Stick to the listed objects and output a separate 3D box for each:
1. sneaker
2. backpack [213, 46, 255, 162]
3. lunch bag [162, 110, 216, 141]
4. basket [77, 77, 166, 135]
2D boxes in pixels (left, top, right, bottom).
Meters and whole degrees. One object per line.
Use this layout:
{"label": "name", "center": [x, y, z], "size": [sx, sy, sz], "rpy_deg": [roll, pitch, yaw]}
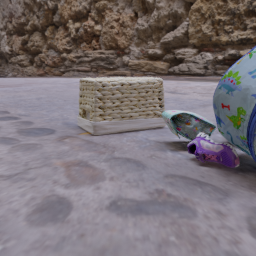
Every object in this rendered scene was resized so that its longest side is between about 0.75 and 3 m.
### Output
{"label": "sneaker", "center": [1.608, 0.500, 5.470], "size": [0.524, 0.477, 1.186], "rpy_deg": [-22, 26, -22]}
{"label": "backpack", "center": [3.028, -0.544, 4.884], "size": [2.712, 2.482, 1.993], "rpy_deg": [-36, 45, 1]}
{"label": "lunch bag", "center": [1.374, -0.080, 6.715], "size": [1.116, 0.680, 0.950], "rpy_deg": [22, 8, -8]}
{"label": "basket", "center": [-0.223, -0.798, 8.752], "size": [2.496, 1.539, 1.692], "rpy_deg": [-7, 14, -26]}
